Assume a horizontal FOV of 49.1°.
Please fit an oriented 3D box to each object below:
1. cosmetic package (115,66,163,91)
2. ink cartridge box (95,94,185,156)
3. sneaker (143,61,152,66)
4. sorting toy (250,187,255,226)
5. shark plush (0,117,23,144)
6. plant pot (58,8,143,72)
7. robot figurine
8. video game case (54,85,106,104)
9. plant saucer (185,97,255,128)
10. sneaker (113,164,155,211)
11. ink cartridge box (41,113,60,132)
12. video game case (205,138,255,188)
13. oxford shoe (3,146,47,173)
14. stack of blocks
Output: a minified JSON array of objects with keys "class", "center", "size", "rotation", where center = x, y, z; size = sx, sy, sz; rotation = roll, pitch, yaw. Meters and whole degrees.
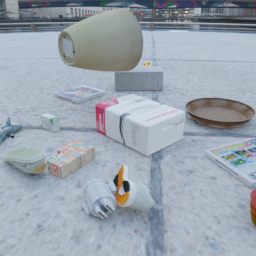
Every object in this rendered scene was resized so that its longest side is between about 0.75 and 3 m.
[{"class":"cosmetic package","center":[0.584,-2.873,16.117],"size":[2.769,1.249,1.479],"rotation":[-2,26,2]},{"class":"ink cartridge box","center":[0.415,-0.238,10.352],"size":[1.997,1.164,2.759],"rotation":[-21,32,-38]},{"class":"sneaker","center":[1.184,-3.762,17.616],"size":[0.792,0.915,2.027],"rotation":[-10,1,8]},{"class":"sorting toy","center":[3.528,1.800,6.576],"size":[2.143,0.880,1.288],"rotation":[0,37,-30]},{"class":"shark plush","center":[-4.460,0.146,10.404],"size":[0.612,0.668,1.470],"rotation":[29,17,-11]},{"class":"plant pot","center":[-1.344,-3.584,11.955],"size":[2.958,2.770,2.770],"rotation":[-21,32,-37]},{"class":"robot figurine","center":[-0.702,1.682,6.812],"size":[0.975,0.649,1.149],"rotation":[-36,32,-3]},{"class":"video game case","center":[-2.563,-1.853,14.995],"size":[1.888,0.238,2.073],"rotation":[19,31,36]},{"class":"plant saucer","center":[3.889,-0.632,12.008],"size":[2.869,0.525,2.869],"rotation":[0,26,0]},{"class":"sneaker","center":[0.129,1.588,7.186],"size":[0.896,0.738,1.949],"rotation":[28,8,-13]},{"class":"ink cartridge box","center":[-3.073,-0.220,11.071],"size":[0.750,0.543,0.315],"rotation":[18,29,35]},{"class":"video game case","center":[3.930,0.993,8.791],"size":[2.197,0.260,2.000],"rotation":[-12,27,-22]},{"class":"oxford shoe","center":[-3.158,0.970,8.486],"size":[2.207,0.637,0.830],"rotation":[4,26,46]},{"class":"stack of blocks","center":[-1.804,0.936,8.689],"size":[0.843,0.429,1.463],"rotation":[15,29,30]}]
